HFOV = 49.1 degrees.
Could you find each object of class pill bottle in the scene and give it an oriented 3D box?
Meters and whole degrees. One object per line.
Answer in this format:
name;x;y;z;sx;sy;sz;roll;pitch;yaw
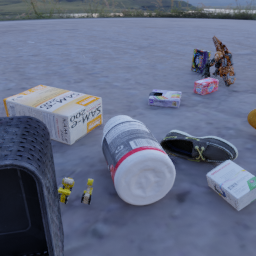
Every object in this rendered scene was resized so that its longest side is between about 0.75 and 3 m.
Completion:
pill bottle;0.094;0.602;6.869;1.349;1.349;2.437;-7;27;-13

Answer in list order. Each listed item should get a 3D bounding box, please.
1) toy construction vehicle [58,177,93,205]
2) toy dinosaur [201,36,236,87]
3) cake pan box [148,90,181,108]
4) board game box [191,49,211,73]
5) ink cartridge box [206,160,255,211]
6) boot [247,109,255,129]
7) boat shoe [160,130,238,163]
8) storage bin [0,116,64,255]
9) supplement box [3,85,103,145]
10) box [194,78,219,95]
toy construction vehicle;-1.114;1.324;5.989;0.732;0.841;0.296;13;41;-1
toy dinosaur;4.723;-3.306;13.976;1.410;1.874;2.761;14;69;-2
cake pan box;1.537;-1.243;11.707;1.311;0.343;1.208;7;25;14
board game box;4.059;-3.728;15.646;0.348;1.229;1.016;-14;29;-29
ink cartridge box;2.391;1.259;6.337;0.729;0.439;1.003;-29;35;-13
boot;4.632;0.275;7.874;2.833;0.997;2.028;22;30;27
boat shoe;1.868;0.591;7.657;2.096;0.747;0.631;12;30;38
storage bin;-1.932;1.339;3.896;1.835;2.714;1.272;-5;26;-10
supplement box;-2.511;-0.565;9.529;2.834;1.042;1.786;14;31;25
box;3.579;-1.918;12.826;1.104;0.522;0.566;-20;33;-35
